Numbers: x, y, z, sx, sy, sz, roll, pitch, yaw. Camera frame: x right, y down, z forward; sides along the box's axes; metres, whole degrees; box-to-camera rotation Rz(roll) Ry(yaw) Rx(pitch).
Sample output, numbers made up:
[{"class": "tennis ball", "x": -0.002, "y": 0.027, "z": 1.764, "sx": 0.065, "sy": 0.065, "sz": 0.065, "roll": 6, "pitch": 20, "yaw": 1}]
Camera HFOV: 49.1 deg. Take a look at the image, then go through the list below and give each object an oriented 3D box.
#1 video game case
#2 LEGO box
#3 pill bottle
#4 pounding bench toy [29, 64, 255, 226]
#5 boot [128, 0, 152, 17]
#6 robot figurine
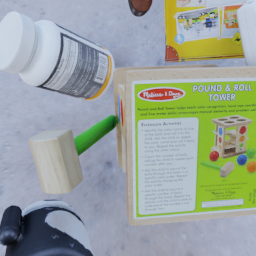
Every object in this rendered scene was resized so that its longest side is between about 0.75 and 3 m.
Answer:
[{"class": "video game case", "x": 2.282, "y": -0.991, "z": 4.784, "sx": 0.258, "sy": 2.242, "sz": 2.043, "roll": -8, "pitch": 21, "yaw": 30}, {"class": "LEGO box", "x": 2.336, "y": -2.682, "z": 6.496, "sx": 2.861, "sy": 2.131, "sz": 1.104, "roll": 3, "pitch": 14, "yaw": 26}, {"class": "pill bottle", "x": -1.468, "y": -1.423, "z": 5.891, "sx": 1.333, "sy": 2.291, "sz": 1.333, "roll": -8, "pitch": 77, "yaw": 39}, {"class": "pounding bench toy", "x": 0.238, "y": 0.010, "z": 4.333, "sx": 2.993, "sy": 1.859, "sz": 2.334, "roll": -3, "pitch": 14, "yaw": -6}, {"class": "boot", "x": 0.227, "y": -4.145, "z": 6.797, "sx": 0.800, "sy": 2.335, "sz": 2.198, "roll": -13, "pitch": 91, "yaw": -11}, {"class": "robot figurine", "x": -1.101, "y": 1.836, "z": 3.979, "sx": 1.220, "sy": 1.469, "sz": 1.955, "roll": -5, "pitch": 16, "yaw": -17}]
